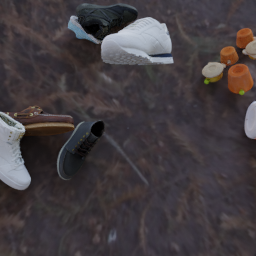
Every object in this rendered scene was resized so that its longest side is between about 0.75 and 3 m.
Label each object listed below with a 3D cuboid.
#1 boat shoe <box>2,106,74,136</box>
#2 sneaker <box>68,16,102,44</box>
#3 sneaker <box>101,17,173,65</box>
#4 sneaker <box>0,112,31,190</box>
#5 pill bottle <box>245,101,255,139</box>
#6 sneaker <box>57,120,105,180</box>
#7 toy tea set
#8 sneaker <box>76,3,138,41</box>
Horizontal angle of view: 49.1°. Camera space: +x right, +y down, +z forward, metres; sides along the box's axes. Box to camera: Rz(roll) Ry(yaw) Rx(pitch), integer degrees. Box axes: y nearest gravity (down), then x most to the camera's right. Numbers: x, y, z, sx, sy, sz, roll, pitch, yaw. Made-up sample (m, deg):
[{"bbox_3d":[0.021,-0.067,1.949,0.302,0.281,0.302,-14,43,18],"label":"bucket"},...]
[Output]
[{"bbox_3d":[-2.953,-0.233,8.412,2.648,0.932,0.931,-4,72,-1],"label":"boat shoe"},{"bbox_3d":[-1.561,-3.408,10.105,1.359,0.557,0.502,39,40,-3],"label":"sneaker"},{"bbox_3d":[0.238,-2.066,6.642,1.038,2.716,1.093,6,103,28],"label":"sneaker"},{"bbox_3d":[-3.186,0.594,7.675,1.246,0.794,2.156,-37,96,15],"label":"sneaker"},{"bbox_3d":[4.670,-0.125,8.265,2.066,1.132,1.132,7,67,4],"label":"pill bottle"},{"bbox_3d":[-1.346,0.565,7.951,0.700,0.994,1.872,32,64,-27],"label":"sneaker"},{"bbox_3d":[3.800,-2.176,9.454,1.588,0.988,2.670,28,70,43],"label":"toy tea set"},{"bbox_3d":[-0.612,-3.677,9.816,2.228,0.852,1.276,-8,67,-23],"label":"sneaker"}]
